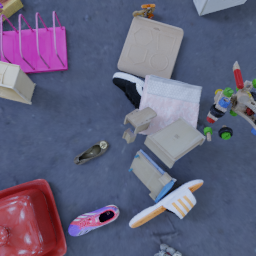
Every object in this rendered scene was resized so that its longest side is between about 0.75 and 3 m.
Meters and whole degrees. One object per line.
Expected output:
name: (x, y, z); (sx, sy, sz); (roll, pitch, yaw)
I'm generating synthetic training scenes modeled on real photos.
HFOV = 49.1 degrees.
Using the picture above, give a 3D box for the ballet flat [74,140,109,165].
ballet flat: (-1.413, 0.945, 10.755); (1.508, 0.349, 0.508); (-29, 81, -5)

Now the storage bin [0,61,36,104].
storage bin: (-4.688, -1.749, 10.467); (1.860, 1.873, 0.878); (13, 79, 2)

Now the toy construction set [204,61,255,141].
toy construction set: (3.293, -0.997, 8.482); (1.935, 2.320, 1.783); (-2, 49, 12)

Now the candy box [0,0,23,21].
candy box: (-5.602, -5.041, 11.713); (2.028, 0.573, 1.183); (-41, 82, -8)

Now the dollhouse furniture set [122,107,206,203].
dollhouse furniture set: (1.056, 0.884, 10.196); (1.723, 2.640, 2.492); (-28, 61, -35)

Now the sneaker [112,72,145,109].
sneaker: (0.433, -0.806, 10.682); (2.939, 1.074, 1.644); (29, 80, 3)

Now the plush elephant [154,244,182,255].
plush elephant: (1.405, 4.604, 9.949); (0.799, 0.850, 1.032); (-14, 116, -37)

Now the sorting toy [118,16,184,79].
sorting toy: (0.931, -3.187, 11.499); (2.190, 0.431, 2.366); (17, 85, 3)

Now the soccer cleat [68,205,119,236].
soccer cleat: (-1.274, 3.354, 10.132); (1.995, 0.730, 0.680); (-22, 81, -4)

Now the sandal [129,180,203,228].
sandal: (1.521, 2.941, 9.973); (3.067, 1.175, 0.879); (-34, 63, 3)

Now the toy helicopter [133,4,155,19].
toy helicopter: (0.670, -4.780, 11.469); (1.081, 0.715, 0.426); (-24, 80, -27)

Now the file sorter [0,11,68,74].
file sorter: (-3.884, -3.309, 10.836); (2.685, 1.684, 1.866); (-5, 80, -1)

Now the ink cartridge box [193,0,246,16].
ink cartridge box: (3.581, -6.497, 11.617); (2.171, 1.248, 2.992); (-17, 80, -3)

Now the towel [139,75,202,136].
towel: (1.542, -0.683, 10.206); (2.256, 0.364, 2.154); (10, 89, -12)

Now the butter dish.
butter dish: (-3.925, 3.458, 9.376); (2.948, 2.185, 2.956); (-18, 80, -4)
